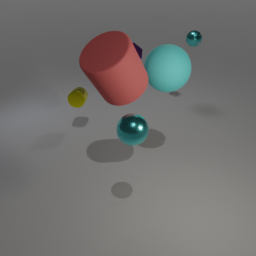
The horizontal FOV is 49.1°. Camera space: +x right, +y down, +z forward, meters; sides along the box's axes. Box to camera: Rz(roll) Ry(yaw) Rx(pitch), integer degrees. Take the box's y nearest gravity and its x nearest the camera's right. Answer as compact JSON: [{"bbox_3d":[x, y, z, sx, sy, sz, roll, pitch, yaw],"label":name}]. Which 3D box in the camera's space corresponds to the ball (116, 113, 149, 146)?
[{"bbox_3d":[0.098,0.034,6.053,0.700,0.700,0.700,0,30,0],"label":"ball"}]

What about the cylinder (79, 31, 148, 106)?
[{"bbox_3d":[-0.334,-1.524,7.313,1.400,1.400,1.400,-12,57,18],"label":"cylinder"}]

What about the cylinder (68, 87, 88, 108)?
[{"bbox_3d":[-2.016,-1.242,11.316,0.700,0.700,0.700,1,22,2],"label":"cylinder"}]

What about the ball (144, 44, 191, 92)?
[{"bbox_3d":[1.176,-1.779,8.373,1.400,1.400,1.400,0,30,0],"label":"ball"}]

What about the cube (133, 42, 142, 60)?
[{"bbox_3d":[0.280,-4.003,15.048,0.700,0.700,0.700,-23,50,41],"label":"cube"}]

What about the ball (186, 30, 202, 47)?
[{"bbox_3d":[2.931,-3.968,12.443,0.700,0.700,0.700,0,30,0],"label":"ball"}]
